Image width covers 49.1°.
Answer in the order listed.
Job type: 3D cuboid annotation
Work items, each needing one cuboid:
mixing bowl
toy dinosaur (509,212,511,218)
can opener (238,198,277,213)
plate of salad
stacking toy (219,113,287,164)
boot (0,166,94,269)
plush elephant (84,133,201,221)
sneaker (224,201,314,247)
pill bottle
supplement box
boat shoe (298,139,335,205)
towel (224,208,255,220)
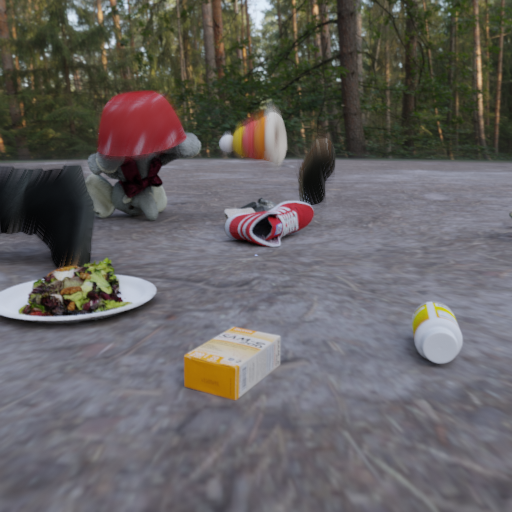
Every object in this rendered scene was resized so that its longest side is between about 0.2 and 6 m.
[{"bbox_3d":[-2.525,-2.916,12.015,1.936,1.048,1.936,-5,27,2],"label":"mixing bowl"},{"bbox_3d":[6.731,-0.785,12.547,1.922,0.456,0.847,7,29,30],"label":"toy dinosaur"},{"bbox_3d":[-0.065,-0.977,13.615,0.468,0.587,1.755,30,33,20],"label":"can opener"},{"bbox_3d":[-2.265,0.396,7.024,2.000,0.480,2.000,1,12,0],"label":"plate of salad"},{"bbox_3d":[-0.162,-2.680,13.106,1.583,1.156,1.156,-2,11,23],"label":"stacking toy"},{"bbox_3d":[-3.715,-0.563,8.770,2.123,1.069,2.840,-3,32,-23],"label":"boot"},{"bbox_3d":[-3.016,-1.906,14.029,2.456,2.309,2.983,-18,28,-30],"label":"plush elephant"},{"bbox_3d":[0.506,-0.648,11.192,2.036,0.725,1.145,-15,14,-26],"label":"sneaker"},{"bbox_3d":[1.761,0.756,5.473,0.436,0.436,0.799,3,13,13],"label":"pill bottle"},{"bbox_3d":[-0.193,0.927,4.975,0.528,0.308,0.838,7,14,26],"label":"supplement box"},{"bbox_3d":[1.227,-1.890,12.262,0.704,1.862,0.688,-5,57,-12],"label":"boat shoe"},{"bbox_3d":[-0.259,-0.781,12.396,0.724,0.188,1.093,-5,32,-20],"label":"towel"}]
